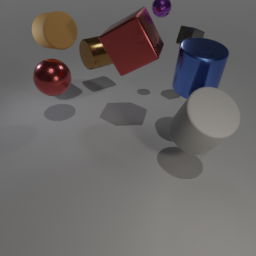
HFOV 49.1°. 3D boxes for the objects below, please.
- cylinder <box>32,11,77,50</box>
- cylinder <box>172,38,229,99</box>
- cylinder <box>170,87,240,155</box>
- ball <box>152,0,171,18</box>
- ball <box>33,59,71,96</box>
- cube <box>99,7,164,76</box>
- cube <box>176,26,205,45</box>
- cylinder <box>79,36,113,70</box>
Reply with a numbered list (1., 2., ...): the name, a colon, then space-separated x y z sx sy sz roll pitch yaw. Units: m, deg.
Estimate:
1. cylinder: -2.946 -3.889 11.208 1.400 1.400 1.400 -21 27 -30
2. cylinder: 2.130 -1.764 8.406 1.400 1.400 1.400 3 42 -2
3. cylinder: 1.982 -0.148 7.432 1.400 1.400 1.400 4 66 -9
4. ball: 1.216 -4.365 10.119 0.700 0.700 0.700 0 33 0
5. ball: -2.846 -1.899 10.560 1.400 1.400 1.400 0 33 0
6. cube: 0.161 -2.761 8.938 1.400 1.400 1.400 -20 26 26
7. cube: 2.445 -3.552 11.019 0.700 0.700 0.700 3 20 -40
8. cylinder: -1.371 -3.594 13.233 1.400 1.400 1.400 -22 39 -28
